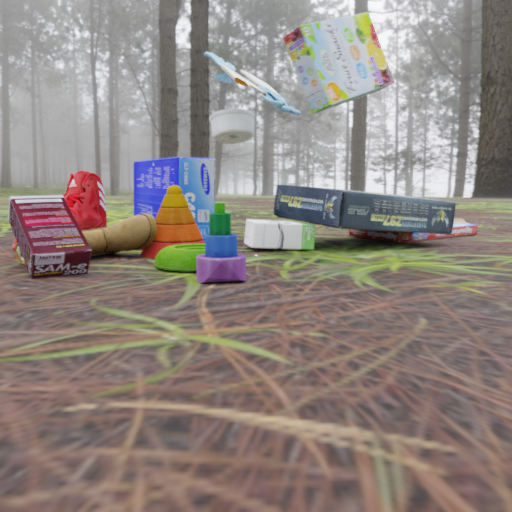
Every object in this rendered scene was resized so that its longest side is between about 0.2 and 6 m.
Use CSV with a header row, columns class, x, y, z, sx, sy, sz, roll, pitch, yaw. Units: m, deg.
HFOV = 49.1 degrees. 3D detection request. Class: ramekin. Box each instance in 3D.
class,x,y,z,sx,sy,sz,roll,pitch,yaw
ramekin,-0.492,-2.701,11.774,0.958,0.467,0.958,-5,-6,-1

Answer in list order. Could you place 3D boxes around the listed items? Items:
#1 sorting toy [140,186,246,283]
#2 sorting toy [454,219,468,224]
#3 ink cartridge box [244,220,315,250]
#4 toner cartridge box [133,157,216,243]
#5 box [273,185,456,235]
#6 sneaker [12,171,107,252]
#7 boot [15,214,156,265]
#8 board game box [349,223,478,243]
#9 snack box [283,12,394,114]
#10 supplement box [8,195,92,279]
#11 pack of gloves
class,x,y,z,sx,sy,sz,roll,pitch,yaw
sorting toy,-1.162,-0.540,10.137,1.473,1.464,4.249,-3,8,-20
sorting toy,5.686,-0.975,17.479,1.951,0.287,1.442,4,13,5
ink cartridge box,0.505,-0.475,12.490,1.376,0.578,1.001,2,7,-13
toner cartridge box,-2.312,-1.529,14.964,0.949,2.088,4.395,-4,9,-26
box,2.513,-1.098,13.232,3.381,0.862,2.666,1,8,-30
sneaker,-4.283,-0.998,12.315,1.178,1.737,3.007,1,8,10
boot,-3.163,-0.279,10.618,1.789,0.676,2.043,-22,-8,36
board game box,4.325,-0.695,15.286,3.326,0.323,1.712,-6,10,-35
snack box,1.581,-3.592,10.361,2.048,1.456,0.543,-28,8,-37
supplement box,-3.513,-0.363,9.460,0.941,0.527,1.730,-6,39,-33
pack of gloves,-0.166,-3.527,11.856,1.882,0.442,2.240,20,23,-35
